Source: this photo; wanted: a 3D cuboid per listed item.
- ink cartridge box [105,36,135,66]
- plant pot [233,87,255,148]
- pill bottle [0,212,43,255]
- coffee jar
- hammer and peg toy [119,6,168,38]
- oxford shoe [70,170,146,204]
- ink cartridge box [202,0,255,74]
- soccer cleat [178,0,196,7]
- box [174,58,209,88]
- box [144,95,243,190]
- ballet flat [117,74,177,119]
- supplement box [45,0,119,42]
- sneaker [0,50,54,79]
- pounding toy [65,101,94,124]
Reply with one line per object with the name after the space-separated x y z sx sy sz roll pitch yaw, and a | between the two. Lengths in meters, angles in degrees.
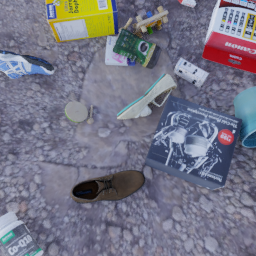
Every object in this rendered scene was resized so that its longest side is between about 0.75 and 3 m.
-0.308 -3.388 12.327 1.316 0.285 1.292 3 75 2 | ink cartridge box
5.039 -0.517 10.823 1.974 1.974 1.855 -11 61 -3 | plant pot
-3.996 4.032 9.997 1.070 1.070 1.891 -39 80 -9 | pill bottle
0.402 -3.315 11.845 1.966 0.839 1.025 24 75 -8 | coffee jar
0.676 -4.375 11.987 1.990 1.464 0.702 -26 96 -7 | hammer and peg toy
-0.718 2.225 10.407 2.903 1.226 1.055 -16 74 -6 | oxford shoe
4.984 -3.960 11.962 2.986 1.252 2.621 16 77 4 | ink cartridge box
3.025 -6.591 12.951 0.954 0.769 2.240 24 75 -9 | soccer cleat
2.636 -2.310 11.786 1.340 0.782 0.403 32 78 7 | box
2.405 0.578 10.593 2.875 1.496 2.617 19 75 6 | box
0.858 -1.078 11.438 2.869 0.996 0.996 -42 79 -10 | ballet flat
-1.922 -4.956 12.048 2.859 1.556 1.566 -9 75 -3 | supplement box
-4.489 -2.583 11.886 2.732 1.034 1.052 12 104 0 | sneaker
-2.062 -0.546 11.539 1.213 0.563 0.936 8 62 -28 | pounding toy
